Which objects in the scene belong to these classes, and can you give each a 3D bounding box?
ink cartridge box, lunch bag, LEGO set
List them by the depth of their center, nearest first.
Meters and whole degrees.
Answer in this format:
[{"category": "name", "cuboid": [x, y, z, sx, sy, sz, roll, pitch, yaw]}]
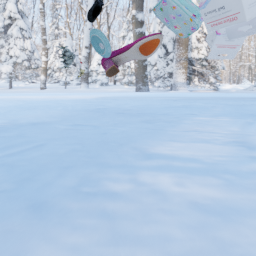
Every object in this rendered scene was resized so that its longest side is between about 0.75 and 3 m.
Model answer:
[{"category": "ink cartridge box", "cuboid": [2.328, -3.051, 6.582, 0.706, 2.099, 1.229, -32, 18, -24]}, {"category": "ink cartridge box", "cuboid": [3.134, -3.027, 8.730, 1.048, 1.800, 0.607, -1, 51, -11]}, {"category": "lunch bag", "cuboid": [1.786, -3.902, 9.562, 1.666, 0.642, 1.336, 36, -16, -14]}, {"category": "LEGO set", "cuboid": [-2.084, -2.511, 10.475, 1.466, 0.952, 0.415, 22, 8, -35]}]

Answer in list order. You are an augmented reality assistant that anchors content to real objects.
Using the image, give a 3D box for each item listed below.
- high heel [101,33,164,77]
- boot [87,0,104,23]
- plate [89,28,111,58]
[{"category": "high heel", "cuboid": [0.066, -2.961, 10.468, 2.543, 0.857, 1.223, -28, 45, 10]}, {"category": "boot", "cuboid": [-1.318, -4.572, 11.112, 0.435, 1.175, 0.963, 24, 37, -22]}, {"category": "plate", "cuboid": [-1.025, -2.977, 9.942, 0.142, 1.113, 1.113, -40, 29, -28]}]
